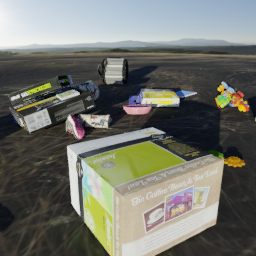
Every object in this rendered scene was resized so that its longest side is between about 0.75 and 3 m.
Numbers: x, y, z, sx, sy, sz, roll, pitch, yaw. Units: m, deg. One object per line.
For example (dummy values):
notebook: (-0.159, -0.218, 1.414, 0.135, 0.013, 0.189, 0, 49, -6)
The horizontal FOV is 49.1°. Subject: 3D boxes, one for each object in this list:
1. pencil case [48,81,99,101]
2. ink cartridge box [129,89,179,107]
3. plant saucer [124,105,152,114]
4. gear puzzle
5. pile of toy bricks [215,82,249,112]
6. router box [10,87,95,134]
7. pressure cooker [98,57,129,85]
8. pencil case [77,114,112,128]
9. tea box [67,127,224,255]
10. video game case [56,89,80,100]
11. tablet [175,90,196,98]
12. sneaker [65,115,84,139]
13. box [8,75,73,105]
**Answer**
pencil case: (-3.079, -1.848, 15.088, 2.892, 1.125, 1.294, -14, 40, -35)
ink cartridge box: (1.374, -1.721, 15.668, 2.600, 0.611, 2.570, 2, 20, 0)
plant saucer: (0.457, -0.882, 13.342, 1.345, 0.341, 1.345, -1, 10, 0)
gear puzzle: (2.328, 0.846, 8.547, 2.324, 0.304, 1.204, 9, 21, 26)
pile of toy bricks: (5.093, -1.477, 14.522, 1.137, 1.277, 2.302, -38, 31, 8)
router box: (-3.211, -0.869, 11.823, 2.908, 0.759, 2.286, -25, 26, -27)
pressure cooker: (-1.148, -4.213, 20.800, 2.220, 1.953, 1.983, 2, 25, 8)
pencil case: (-1.395, -0.298, 11.514, 1.414, 0.550, 0.633, 1, 19, 5)
tea box: (0.271, 1.159, 5.727, 2.286, 1.528, 2.249, -11, 22, -30)
video game case: (-2.467, -1.370, 11.443, 0.765, 0.093, 0.841, -22, 26, -22)
tablet: (3.395, -2.128, 17.540, 1.120, 0.118, 1.721, 16, 24, 40)
sneaker: (-2.073, 0.068, 10.635, 0.476, 0.565, 1.291, 23, 23, -45)
box: (-3.361, -1.553, 11.120, 2.000, 0.492, 2.071, -17, 11, 6)
